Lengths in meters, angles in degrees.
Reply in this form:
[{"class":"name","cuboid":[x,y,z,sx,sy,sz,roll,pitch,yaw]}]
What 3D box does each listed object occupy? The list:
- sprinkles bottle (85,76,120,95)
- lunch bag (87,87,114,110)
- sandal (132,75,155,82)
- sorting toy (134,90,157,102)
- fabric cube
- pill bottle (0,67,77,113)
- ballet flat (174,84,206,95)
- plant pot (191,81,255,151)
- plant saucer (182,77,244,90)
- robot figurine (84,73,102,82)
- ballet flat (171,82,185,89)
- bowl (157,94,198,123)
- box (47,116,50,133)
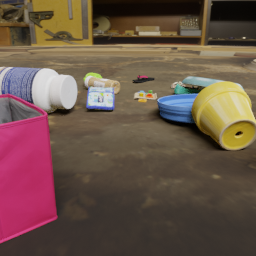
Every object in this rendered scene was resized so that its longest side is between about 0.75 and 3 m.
[{"class":"sprinkles bottle","cuboid":[-1.193,-1.967,12.839,1.826,0.623,0.623,18,27,40]},{"class":"lunch bag","cuboid":[-0.990,-1.017,10.197,0.982,0.736,1.155,2,35,-4]},{"class":"sandal","cuboid":[0.831,-2.736,15.317,0.599,0.360,1.596,19,27,41]},{"class":"sorting toy","cuboid":[0.733,-1.410,11.878,0.953,0.231,1.692,1,20,3]},{"class":"fabric cube","cuboid":[-2.251,0.580,4.246,1.750,1.744,1.716,-16,25,-37]},{"class":"pill bottle","cuboid":[-3.234,-1.307,9.715,2.729,1.514,1.514,6,21,18]},{"class":"ballet flat","cuboid":[2.869,-1.678,12.060,1.736,0.611,0.584,4,21,10]},{"class":"plant pot","cuboid":[2.525,-0.218,7.102,1.482,1.482,1.395,-2,37,-6]},{"class":"plant saucer","cuboid":[3.683,-1.896,12.155,2.687,0.368,2.687,8,10,-1]},{"class":"robot figurine","cuboid":[-1.729,-2.420,14.046,0.985,0.649,1.122,-16,26,-37]},{"class":"ballet flat","cuboid":[2.476,-2.106,13.690,0.881,0.296,0.300,-12,23,-30]},{"class":"bowl","cuboid":[2.306,-0.670,9.106,2.706,0.531,2.706,-2,14,0]},{"class":"box","cuboid":[-3.620,0.293,6.668,2.616,0.643,2.708,0,21,7]}]
